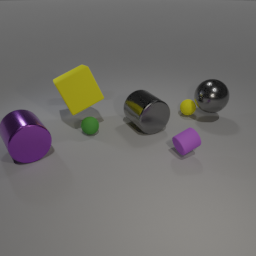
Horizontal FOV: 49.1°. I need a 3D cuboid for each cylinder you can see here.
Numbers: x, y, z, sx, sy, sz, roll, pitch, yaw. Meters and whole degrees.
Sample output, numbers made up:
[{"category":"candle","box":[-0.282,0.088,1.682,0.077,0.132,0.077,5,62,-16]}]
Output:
[{"category":"cylinder","box":[0.733,-0.665,11.215,1.400,1.400,1.400,-13,31,-23]},{"category":"cylinder","box":[-3.492,0.253,9.506,1.400,1.400,1.400,-17,33,-29]},{"category":"cylinder","box":[1.956,0.443,9.353,0.700,0.700,0.700,-29,36,-12]}]

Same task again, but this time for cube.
[{"category":"cube","box":[-1.984,-1.545,11.096,1.400,1.400,1.400,-30,22,-8]}]

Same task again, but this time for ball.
[{"category":"ball","box":[2.642,-0.913,12.340,0.700,0.700,0.700,0,28,0]},{"category":"ball","box":[3.458,-1.321,11.589,1.400,1.400,1.400,0,28,0]},{"category":"ball","box":[-1.476,-0.095,10.890,0.700,0.700,0.700,0,28,0]}]
